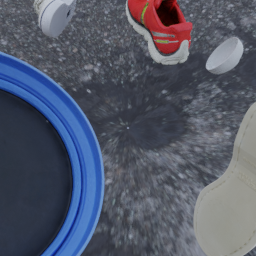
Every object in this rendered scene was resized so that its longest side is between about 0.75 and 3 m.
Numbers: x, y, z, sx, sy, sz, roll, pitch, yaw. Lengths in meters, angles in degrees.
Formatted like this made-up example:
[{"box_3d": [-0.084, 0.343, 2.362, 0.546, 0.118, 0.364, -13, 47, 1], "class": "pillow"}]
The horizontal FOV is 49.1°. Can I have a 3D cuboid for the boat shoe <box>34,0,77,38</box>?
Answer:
[{"box_3d": [-1.869, -2.875, 6.766, 0.812, 0.825, 2.327, 17, 36, -8], "class": "boat shoe"}]

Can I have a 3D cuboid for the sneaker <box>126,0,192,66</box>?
[{"box_3d": [0.724, -2.512, 6.103, 1.014, 1.118, 2.633, -12, 52, -17], "class": "sneaker"}]

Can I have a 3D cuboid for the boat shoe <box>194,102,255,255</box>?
[{"box_3d": [0.952, 0.441, 2.115, 0.464, 1.558, 0.560, -12, 40, -31], "class": "boat shoe"}]

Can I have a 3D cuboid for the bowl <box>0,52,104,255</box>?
[{"box_3d": [-1.632, 0.445, 3.153, 2.935, 0.576, 2.935, 21, 54, -31], "class": "bowl"}]

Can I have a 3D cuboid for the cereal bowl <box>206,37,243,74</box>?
[{"box_3d": [2.261, -1.594, 6.428, 0.383, 0.919, 0.919, 35, 54, -19], "class": "cereal bowl"}]
